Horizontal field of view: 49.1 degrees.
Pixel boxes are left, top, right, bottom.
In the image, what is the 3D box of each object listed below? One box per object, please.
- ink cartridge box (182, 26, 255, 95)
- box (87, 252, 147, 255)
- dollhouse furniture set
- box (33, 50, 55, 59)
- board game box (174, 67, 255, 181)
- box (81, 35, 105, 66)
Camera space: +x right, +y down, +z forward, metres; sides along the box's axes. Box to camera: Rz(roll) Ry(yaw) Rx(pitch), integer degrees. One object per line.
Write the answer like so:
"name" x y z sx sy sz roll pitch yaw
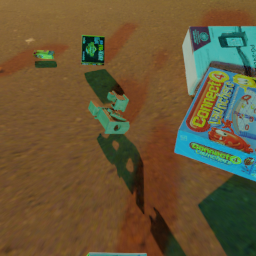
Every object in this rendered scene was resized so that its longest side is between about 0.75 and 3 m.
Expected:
"ink cartridge box" 3.122 -2.066 8.563 2.575 1.074 1.870 -2 69 -3
"box" -0.167 2.196 3.716 0.831 0.455 0.942 8 55 -14
"dollhouse furniture set" -0.379 -0.592 7.110 0.639 1.016 1.149 1 35 -35
"box" -3.240 -2.845 10.821 0.781 0.196 0.294 4 51 3
"board game box" 2.662 -0.130 6.226 2.514 0.718 2.568 19 49 17
"box" -1.272 -2.825 10.208 0.841 0.260 1.053 2 81 -9
